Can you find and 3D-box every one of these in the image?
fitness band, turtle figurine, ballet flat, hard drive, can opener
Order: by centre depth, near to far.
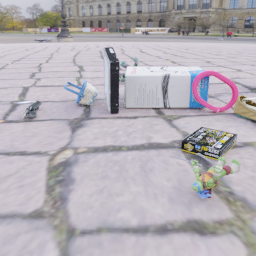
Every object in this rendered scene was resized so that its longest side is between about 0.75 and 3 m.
[{"bbox_3d":[1.405,0.633,4.786,0.920,0.683,0.949,-16,67,-30],"label":"turtle figurine"},{"bbox_3d":[3.999,-0.464,8.206,0.771,0.708,2.247,-10,23,-26],"label":"ballet flat"},{"bbox_3d":[-3.104,-0.557,9.138,0.423,0.335,1.272,33,18,-12],"label":"can opener"},{"bbox_3d":[-0.549,-1.546,9.158,0.346,1.831,1.279,-6,37,-10],"label":"hard drive"},{"bbox_3d":[2.851,-1.191,9.190,1.599,1.148,0.299,28,12,-9],"label":"fitness band"},{"bbox_3d":[0.070,-2.812,14.242,1.461,0.983,1.952,-47,30,-5],"label":"turtle figurine"}]

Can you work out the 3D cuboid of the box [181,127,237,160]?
[{"bbox_3d":[1.949,0.335,6.678,0.941,0.291,1.178,16,26,33],"label":"box"}]

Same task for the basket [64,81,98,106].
[{"bbox_3d":[-1.717,-1.312,10.132,1.185,0.824,1.045,28,16,-13],"label":"basket"}]

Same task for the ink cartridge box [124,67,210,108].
[{"bbox_3d":[1.328,-1.572,10.432,2.888,1.218,2.109,1,20,2],"label":"ink cartridge box"}]
